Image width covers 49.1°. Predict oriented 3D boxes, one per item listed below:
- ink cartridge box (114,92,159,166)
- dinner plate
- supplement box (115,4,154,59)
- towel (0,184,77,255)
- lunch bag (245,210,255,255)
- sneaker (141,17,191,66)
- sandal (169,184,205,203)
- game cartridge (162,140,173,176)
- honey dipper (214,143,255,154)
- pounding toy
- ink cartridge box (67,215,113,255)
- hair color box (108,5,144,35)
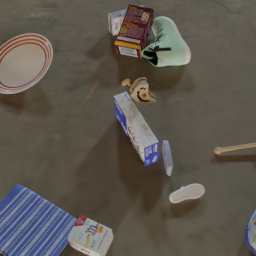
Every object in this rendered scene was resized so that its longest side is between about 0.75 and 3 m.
[{"bbox_3d":[0.232,-0.004,8.678,0.490,1.042,2.217,-21,54,-12],"label":"ink cartridge box"},{"bbox_3d":[-4.131,-2.465,10.791,2.793,0.338,2.793,-5,64,11],"label":"dinner plate"},{"bbox_3d":[0.300,-4.038,11.720,1.079,0.838,1.956,15,75,12],"label":"supplement box"},{"bbox_3d":[-2.553,2.546,7.150,2.255,0.269,1.633,25,53,18],"label":"towel"},{"bbox_3d":[4.324,2.409,6.705,2.289,1.079,2.857,33,57,22],"label":"lunch bag"},{"bbox_3d":[1.220,-3.659,11.629,1.701,1.061,2.884,-13,54,-18],"label":"sneaker"},{"bbox_3d":[1.608,1.761,7.729,1.028,0.418,0.253,-12,11,-9],"label":"sandal"},{"bbox_3d":[1.162,0.860,8.251,0.193,0.619,0.929,-3,51,-4],"label":"game cartridge"},{"bbox_3d":[3.642,0.579,8.701,1.955,0.371,0.371,-10,51,-3],"label":"honey dipper"},{"bbox_3d":[0.402,-1.263,8.693,0.667,1.167,0.669,-34,42,24],"label":"pounding toy"},{"bbox_3d":[-0.879,2.659,6.753,0.884,0.639,0.642,19,53,15],"label":"ink cartridge box"},{"bbox_3d":[-0.001,-4.967,12.892,1.742,0.862,0.528,-22,53,-17],"label":"hair color box"}]
